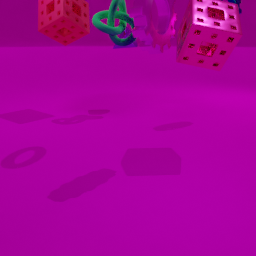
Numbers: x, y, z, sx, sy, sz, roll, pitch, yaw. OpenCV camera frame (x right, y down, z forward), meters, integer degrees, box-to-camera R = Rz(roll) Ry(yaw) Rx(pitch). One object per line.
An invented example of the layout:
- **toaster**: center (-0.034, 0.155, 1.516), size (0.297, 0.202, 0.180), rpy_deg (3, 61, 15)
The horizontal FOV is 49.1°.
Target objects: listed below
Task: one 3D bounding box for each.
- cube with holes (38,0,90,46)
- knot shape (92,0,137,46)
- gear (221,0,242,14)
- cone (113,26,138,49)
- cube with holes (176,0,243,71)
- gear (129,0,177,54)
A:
- **cube with holes**: center (-2.234, -3.889, 9.797), size (1.243, 1.243, 1.243), rpy_deg (-14, -18, 33)
- **knot shape**: center (-0.348, -3.674, 9.413), size (1.607, 1.504, 0.743), rpy_deg (15, -7, -33)
- **gear**: center (3.025, -3.796, 8.625), size (1.337, 1.337, 0.247), rpy_deg (-14, 9, -36)
- **cone**: center (-0.233, -3.199, 10.518), size (0.868, 0.865, 0.865), rpy_deg (-26, 7, 24)
- **cube with holes**: center (1.738, -2.091, 6.216), size (1.042, 1.042, 1.042), rpy_deg (11, 57, -4)
- **gear**: center (0.502, -2.089, 5.178), size (0.253, 1.366, 1.366), rpy_deg (7, 19, 34)
